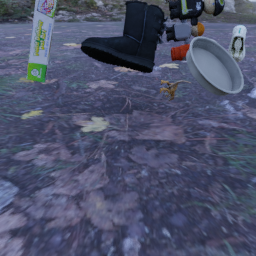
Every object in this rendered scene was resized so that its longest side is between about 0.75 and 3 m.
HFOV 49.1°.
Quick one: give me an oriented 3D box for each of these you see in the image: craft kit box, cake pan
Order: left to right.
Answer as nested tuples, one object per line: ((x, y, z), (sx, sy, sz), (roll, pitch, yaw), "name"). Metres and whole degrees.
((-2.420, -2.961, 7.975), (0.611, 2.488, 2.519), (10, 31, -22), "craft kit box")
((1.986, -1.399, 6.479), (1.606, 0.294, 1.606), (16, 55, -24), "cake pan")

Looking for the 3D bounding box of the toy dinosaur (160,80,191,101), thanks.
((1.017, -0.947, 6.387), (0.534, 0.304, 1.005), (6, -18, -6), "toy dinosaur")

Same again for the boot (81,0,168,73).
((-0.036, -2.745, 8.038), (2.305, 1.889, 0.853), (14, -8, -9), "boot")

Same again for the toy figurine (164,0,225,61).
((2.214, -3.713, 9.708), (1.679, 2.413, 2.375), (-7, 41, 5), "toy figurine")

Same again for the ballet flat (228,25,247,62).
((2.818, -2.057, 7.245), (0.432, 1.245, 0.432), (-7, 58, 12), "ballet flat")
